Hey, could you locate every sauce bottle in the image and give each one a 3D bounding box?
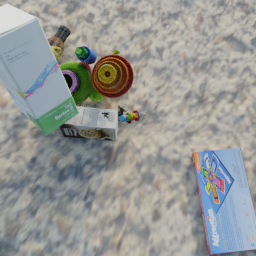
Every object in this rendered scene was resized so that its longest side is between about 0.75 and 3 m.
[{"bbox_3d":[-2.684,-2.599,9.666,0.697,0.697,2.154,25,76,8],"label":"sauce bottle"}]

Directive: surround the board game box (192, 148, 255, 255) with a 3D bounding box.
[{"bbox_3d":[2.904,2.102,8.366,1.521,0.287,2.954,-4,72,-3],"label":"board game box"}]

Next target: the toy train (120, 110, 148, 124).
[{"bbox_3d":[0.166,-0.346,7.894,0.762,0.441,0.322,-16,84,31],"label":"toy train"}]

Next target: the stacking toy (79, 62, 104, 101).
[{"bbox_3d":[-1.180,-1.595,9.581,1.370,0.579,1.240,16,97,9],"label":"stacking toy"}]

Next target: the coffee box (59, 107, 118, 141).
[{"bbox_3d":[-1.187,-0.130,8.700,1.708,0.965,0.682,4,65,2],"label":"coffee box"}]

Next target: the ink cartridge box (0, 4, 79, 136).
[{"bbox_3d":[-2.605,-1.476,7.158,1.205,2.754,2.001,-38,46,-19],"label":"ink cartridge box"}]

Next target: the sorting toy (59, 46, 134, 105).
[{"bbox_3d":[-1.274,-1.671,8.696,2.835,1.164,1.703,-8,93,11],"label":"sorting toy"}]

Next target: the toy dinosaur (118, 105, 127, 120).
[{"bbox_3d":[-0.311,-0.439,9.215,0.771,0.394,0.523,30,89,-10],"label":"toy dinosaur"}]

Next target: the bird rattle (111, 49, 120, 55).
[{"bbox_3d":[-0.484,-2.320,9.759,0.635,0.438,0.778,35,78,-6],"label":"bird rattle"}]
